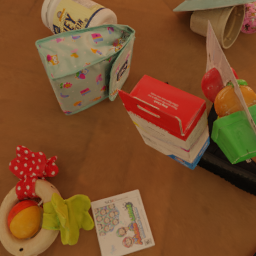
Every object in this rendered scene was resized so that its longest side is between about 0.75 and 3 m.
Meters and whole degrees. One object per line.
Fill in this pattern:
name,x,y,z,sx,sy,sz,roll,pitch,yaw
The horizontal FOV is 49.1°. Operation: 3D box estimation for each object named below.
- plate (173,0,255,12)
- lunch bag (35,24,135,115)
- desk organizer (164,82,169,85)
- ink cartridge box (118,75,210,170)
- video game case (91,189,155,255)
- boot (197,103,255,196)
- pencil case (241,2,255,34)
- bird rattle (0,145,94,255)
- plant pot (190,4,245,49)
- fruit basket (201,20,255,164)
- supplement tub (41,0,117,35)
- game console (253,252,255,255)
plate,2.995,-4.452,9.829,2.832,0.362,2.832,-7,25,3
lunch bag,-1.026,-1.775,8.298,2.654,2.261,1.618,-22,70,-13
desk organizer,1.223,-0.649,8.661,0.534,0.573,1.489,-15,64,-8
ink cartridge box,0.791,-0.148,5.452,1.332,2.292,0.771,29,75,28
video game case,-0.163,2.475,7.265,1.343,0.175,1.475,-14,64,-7
boot,3.215,0.460,7.837,2.585,0.987,2.172,28,70,20
pencil case,4.556,-4.457,10.525,0.825,0.789,1.907,4,64,5
bird rattle,-2.358,1.921,6.923,2.833,1.596,2.310,39,85,21
plant pot,3.058,-3.758,9.828,1.428,1.560,1.560,30,65,31
fruit basket,1.740,-0.483,4.618,0.947,1.872,2.021,-15,73,11
supplement tub,-1.673,-3.645,9.636,2.218,1.608,1.608,31,67,15
game console,3.594,3.656,6.617,1.414,0.248,1.599,-39,70,-18
